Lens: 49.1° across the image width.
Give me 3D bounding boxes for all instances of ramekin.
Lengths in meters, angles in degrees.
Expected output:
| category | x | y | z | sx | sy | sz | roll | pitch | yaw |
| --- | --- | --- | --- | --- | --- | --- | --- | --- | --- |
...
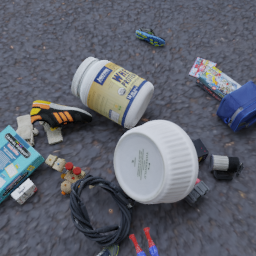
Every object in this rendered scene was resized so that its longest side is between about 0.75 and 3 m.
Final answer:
| category | x | y | z | sx | sy | sz | roll | pitch | yaw |
| --- | --- | --- | --- | --- | --- | --- | --- | --- | --- |
| ramekin | 0.728 | 1.141 | 9.051 | 1.306 | 2.804 | 2.804 | -4 | 49 | -45 |

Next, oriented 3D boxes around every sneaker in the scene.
| category | x | y | z | sx | sy | sz | roll | pitch | yaw |
| --- | --- | --- | --- | --- | --- | --- | --- | --- | --- |
| sneaker | 1.196 | -4.721 | 14.275 | 1.693 | 0.600 | 0.702 | 31 | 69 | 22 |
| sneaker | -2.662 | -0.339 | 11.216 | 2.431 | 0.850 | 1.094 | 13 | 76 | -15 |
| sneaker | -0.796 | 4.067 | 8.608 | 0.501 | 0.549 | 1.357 | 35 | 64 | 20 |

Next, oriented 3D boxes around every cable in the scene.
| category | x | y | z | sx | sy | sz | roll | pitch | yaw |
| --- | --- | --- | --- | --- | --- | --- | --- | --- | --- |
| cable | -0.935 | 2.584 | 9.020 | 2.371 | 0.602 | 1.934 | 36 | 59 | -13 |

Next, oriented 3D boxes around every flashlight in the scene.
| category | x | y | z | sx | sy | sz | roll | pitch | yaw |
| --- | --- | --- | --- | --- | --- | --- | --- | --- | --- |
| flashlight | 1.663 | 1.479 | 10.025 | 0.900 | 0.897 | 2.649 | -19 | 59 | -44 |

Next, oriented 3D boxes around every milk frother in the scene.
| category | x | y | z | sx | sy | sz | roll | pitch | yaw |
| --- | --- | --- | --- | --- | --- | --- | --- | --- | --- |
| milk frother | 3.545 | 1.352 | 10.099 | 0.965 | 1.026 | 0.926 | 4 | 61 | 3 |

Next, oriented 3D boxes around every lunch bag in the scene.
| category | x | y | z | sx | sy | sz | roll | pitch | yaw |
| --- | --- | --- | --- | --- | --- | --- | --- | --- | --- |
| lunch bag | 4.665 | -0.768 | 11.254 | 2.007 | 1.363 | 1.328 | -30 | 62 | -18 |

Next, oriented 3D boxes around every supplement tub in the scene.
| category | x | y | z | sx | sy | sz | roll | pitch | yaw |
| --- | --- | --- | --- | --- | --- | --- | --- | --- | --- |
| supplement tub | -0.613 | -1.439 | 11.135 | 2.800 | 2.022 | 2.022 | 29 | 61 | 9 |

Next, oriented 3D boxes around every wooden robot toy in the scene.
| category | x | y | z | sx | sy | sz | roll | pitch | yaw |
| --- | --- | --- | --- | --- | --- | --- | --- | --- | --- |
| wooden robot toy | -2.141 | 1.807 | 9.903 | 2.307 | 1.016 | 1.047 | 26 | 71 | 16 |

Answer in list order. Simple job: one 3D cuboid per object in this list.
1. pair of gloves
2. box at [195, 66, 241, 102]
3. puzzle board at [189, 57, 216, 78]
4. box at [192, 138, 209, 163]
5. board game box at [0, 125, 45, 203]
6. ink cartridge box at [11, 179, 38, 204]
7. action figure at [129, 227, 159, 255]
| category | x | y | z | sx | sy | sz | roll | pitch | yaw |
| --- | --- | --- | --- | --- | --- | --- | --- | --- | --- |
| pair of gloves | -3.634 | 0.009 | 11.378 | 1.882 | 0.330 | 1.600 | -9 | 58 | -5 |
| box | 4.083 | -1.913 | 12.554 | 1.187 | 0.327 | 1.737 | -38 | 68 | -21 |
| puzzle board | 3.572 | -2.820 | 13.341 | 0.971 | 0.112 | 1.288 | 23 | 60 | 14 |
| box | 2.333 | 0.983 | 10.569 | 1.162 | 0.616 | 0.711 | -20 | 59 | -13 |
| board game box | -4.618 | 1.402 | 10.147 | 1.903 | 0.592 | 2.521 | 37 | 71 | 21 |
| ink cartridge box | -3.615 | 2.232 | 9.793 | 0.326 | 0.560 | 0.768 | 37 | 64 | 21 |
| action figure | 0.841 | 4.198 | 7.994 | 0.825 | 0.651 | 2.520 | -22 | 63 | -4 |
